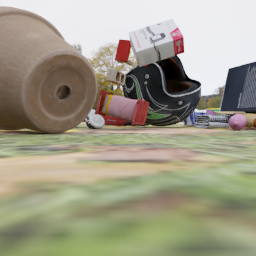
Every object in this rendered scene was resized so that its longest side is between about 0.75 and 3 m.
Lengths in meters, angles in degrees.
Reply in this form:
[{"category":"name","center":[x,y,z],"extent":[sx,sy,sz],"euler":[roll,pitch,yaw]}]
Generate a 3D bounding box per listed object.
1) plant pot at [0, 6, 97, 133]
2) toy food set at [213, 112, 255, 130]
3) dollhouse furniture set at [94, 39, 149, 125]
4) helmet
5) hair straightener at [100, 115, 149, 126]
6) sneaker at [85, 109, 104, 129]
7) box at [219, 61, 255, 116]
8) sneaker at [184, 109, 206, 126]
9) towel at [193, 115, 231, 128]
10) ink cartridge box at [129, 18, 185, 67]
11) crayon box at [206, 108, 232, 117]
[{"category":"plant pot","center":[-1.880,-0.966,5.532],"extent":[2.641,2.641,2.303],"euler":[-1,19,-44]},{"category":"toy food set","center":[3.284,-0.084,6.736],"extent":[1.525,0.378,2.399],"euler":[-1,9,-25]},{"category":"dollhouse furniture set","center":[0.009,-1.290,7.722],"extent":[1.217,2.262,0.920],"euler":[13,4,21]},{"category":"helmet","center":[1.290,-1.355,10.710],"extent":[2.800,2.670,2.800],"euler":[-35,5,3]},{"category":"hair straightener","center":[-0.158,-0.341,12.447],"extent":[2.603,0.533,1.002],"euler":[0,1,-20]},{"category":"sneaker","center":[-1.010,-0.162,8.530],"extent":[0.445,0.450,1.134],"euler":[-6,28,-20]},{"category":"box","center":[4.559,-0.950,8.092],"extent":[2.177,1.571,2.934],"euler":[13,-3,-20]},{"category":"sneaker","center":[3.191,-0.532,12.669],"extent":[1.308,0.915,2.265],"euler":[-2,-1,11]},{"category":"towel","center":[2.780,-0.218,9.260],"extent":[0.864,0.446,1.043],"euler":[0,1,-16]},{"category":"ink cartridge box","center":[0.685,-2.108,6.905],"extent":[1.185,0.861,0.494],"euler":[-17,-37,1]},{"category":"crayon box","center":[5.052,-0.450,11.551],"extent":[2.358,0.797,2.733],"euler":[-3,2,-32]}]
